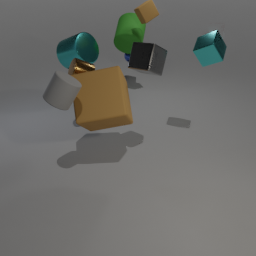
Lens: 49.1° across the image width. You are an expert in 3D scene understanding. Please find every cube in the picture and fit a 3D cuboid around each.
[{"bbox_3d":[0.527,-1.845,7.500,0.700,0.700,0.700,18,8,36],"label":"cube"},{"bbox_3d":[-0.711,-0.784,8.110,1.400,1.400,1.400,-10,-10,6],"label":"cube"},{"bbox_3d":[0.792,-4.976,12.017,0.700,0.700,0.700,-35,23,-2],"label":"cube"},{"bbox_3d":[2.545,-2.455,8.693,0.700,0.700,0.700,-9,46,42],"label":"cube"}]

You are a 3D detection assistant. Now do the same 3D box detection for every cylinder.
[{"bbox_3d":[-2.283,-3.486,12.749,1.400,1.400,1.400,-4,21,40],"label":"cylinder"},{"bbox_3d":[-1.581,-0.899,6.741,0.700,0.700,0.700,30,17,-10],"label":"cylinder"},{"bbox_3d":[-1.570,-1.927,9.464,0.700,0.700,0.700,14,20,-30],"label":"cylinder"},{"bbox_3d":[0.098,-4.633,13.750,1.400,1.400,1.400,5,63,10],"label":"cylinder"}]

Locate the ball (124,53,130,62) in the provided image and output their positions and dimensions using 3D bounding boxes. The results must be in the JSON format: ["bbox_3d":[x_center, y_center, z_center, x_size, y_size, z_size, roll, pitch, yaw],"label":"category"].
[{"bbox_3d":[0.143,-3.998,15.534,0.700,0.700,0.700,0,29,0],"label":"ball"}]
